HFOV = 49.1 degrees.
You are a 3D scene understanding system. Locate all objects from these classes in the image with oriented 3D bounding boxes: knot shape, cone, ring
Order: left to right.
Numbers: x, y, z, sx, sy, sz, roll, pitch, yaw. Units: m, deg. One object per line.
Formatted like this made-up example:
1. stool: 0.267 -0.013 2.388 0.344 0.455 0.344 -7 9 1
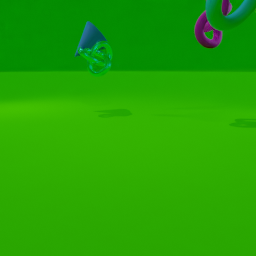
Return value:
1. cone: -1.766 -3.522 11.979 1.392 1.386 1.386 -44 20 -3
2. knot shape: -1.144 -2.855 11.113 1.403 1.499 0.693 -42 0 -28
3. knot shape: 2.872 -3.623 9.530 0.902 1.826 1.951 18 -3 16
4. ring: 2.487 -3.063 6.395 1.710 1.710 0.342 -9 43 -34
